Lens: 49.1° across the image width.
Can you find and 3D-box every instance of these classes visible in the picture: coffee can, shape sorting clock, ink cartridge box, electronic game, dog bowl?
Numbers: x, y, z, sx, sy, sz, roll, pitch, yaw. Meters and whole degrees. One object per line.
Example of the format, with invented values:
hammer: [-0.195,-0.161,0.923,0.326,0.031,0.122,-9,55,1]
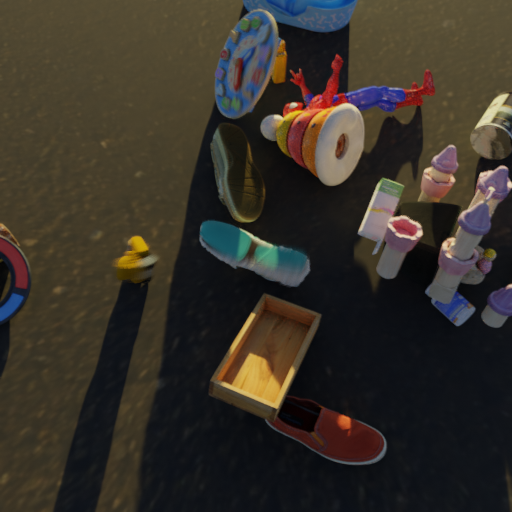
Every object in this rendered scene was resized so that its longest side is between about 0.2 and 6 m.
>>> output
coffee can: [5.436,-2.881,12.376,0.934,0.934,1.276,30,63,18]
shape sorting clock: [-0.300,-4.294,12.569,0.473,2.413,2.413,8,49,-38]
ink cartridge box: [2.308,-0.725,10.659,0.451,0.785,1.341,22,89,6]
electronic game: [-5.050,0.449,10.156,1.826,0.380,1.826,3,80,-15]
dog bowl: [1.108,-7.048,15.146,3.381,0.838,1.885,20,59,12]

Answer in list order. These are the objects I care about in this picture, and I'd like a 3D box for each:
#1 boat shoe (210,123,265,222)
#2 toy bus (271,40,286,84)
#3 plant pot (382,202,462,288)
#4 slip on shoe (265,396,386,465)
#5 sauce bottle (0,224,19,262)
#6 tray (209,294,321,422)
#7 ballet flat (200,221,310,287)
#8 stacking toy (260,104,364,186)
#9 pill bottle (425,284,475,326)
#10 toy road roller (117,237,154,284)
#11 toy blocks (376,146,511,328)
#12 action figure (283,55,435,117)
boat shoe: [-0.483,-1.660,11.793,0.895,0.772,2.454,1,59,-32]
toy bus: [0.537,-4.684,13.519,0.318,0.978,0.383,-10,58,-6]
plant pot: [3.066,-0.336,10.581,1.087,1.222,1.225,23,60,18]
slip on shoe: [1.079,2.738,8.908,2.016,0.617,0.747,19,58,13]
sauce bottle: [-5.482,0.178,10.561,1.977,0.652,0.652,-39,65,-24]
tray: [0.204,1.617,9.362,1.112,0.418,2.255,20,40,13]
ballet flat: [-0.093,0.057,10.567,2.232,0.801,0.801,21,59,10]
stacking toy: [0.994,-2.560,12.067,2.310,1.688,1.688,22,58,33]
pill bottle: [3.521,0.837,10.232,0.470,0.470,0.838,-33,63,-19]
toy road roller: [-2.346,0.112,10.548,0.647,0.544,0.886,-10,52,-30]
toy blocks: [3.996,-0.618,9.750,2.818,2.372,2.633,27,45,17]
action figure: [2.139,-3.943,12.807,3.428,1.118,1.697,-16,85,-10]
